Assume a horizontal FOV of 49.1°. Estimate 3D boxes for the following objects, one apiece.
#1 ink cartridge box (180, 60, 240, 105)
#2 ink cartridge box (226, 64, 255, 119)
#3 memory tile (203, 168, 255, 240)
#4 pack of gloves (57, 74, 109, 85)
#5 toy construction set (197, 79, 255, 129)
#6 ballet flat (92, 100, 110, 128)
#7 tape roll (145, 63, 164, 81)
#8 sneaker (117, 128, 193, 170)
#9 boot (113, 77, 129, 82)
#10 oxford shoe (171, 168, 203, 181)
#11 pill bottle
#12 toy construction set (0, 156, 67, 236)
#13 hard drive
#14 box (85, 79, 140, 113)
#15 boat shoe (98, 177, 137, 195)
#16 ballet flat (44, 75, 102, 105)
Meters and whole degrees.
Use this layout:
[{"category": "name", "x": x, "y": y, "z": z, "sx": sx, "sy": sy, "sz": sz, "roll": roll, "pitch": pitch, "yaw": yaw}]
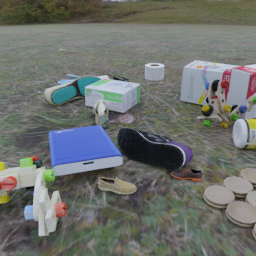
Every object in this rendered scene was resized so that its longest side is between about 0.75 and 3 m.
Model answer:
[{"category": "ink cartridge box", "x": 3.413, "y": -1.816, "z": 11.527, "sx": 2.078, "sy": 1.503, "sz": 1.510, "roll": 15, "pitch": 29, "yaw": 28}, {"category": "ink cartridge box", "x": 4.935, "y": -1.399, "z": 10.331, "sx": 2.394, "sy": 1.757, "sz": 0.992, "roll": -12, "pitch": 26, "yaw": -22}, {"category": "memory tile", "x": 3.062, "y": 1.503, "z": 6.019, "sx": 2.515, "sy": 0.211, "sz": 1.928, "roll": -16, "pitch": 29, "yaw": -28}, {"category": "pack of gloves", "x": -1.991, "y": -2.311, "z": 13.715, "sx": 2.797, "sy": 0.552, "sz": 2.350, "roll": -11, "pitch": 27, "yaw": -21}, {"category": "toy construction set", "x": 3.240, "y": -0.463, "z": 9.050, "sx": 2.037, "sy": 1.699, "sz": 1.565, "roll": 14, "pitch": 62, "yaw": 32}, {"category": "ballet flat", "x": -0.945, "y": -0.614, "z": 9.961, "sx": 0.601, "sy": 0.667, "sz": 1.771, "roll": -3, "pitch": 25, "yaw": -10}, {"category": "tape roll", "x": 1.419, "y": -3.008, "z": 14.981, "sx": 1.037, "sy": 0.712, "sz": 1.037, "roll": 1, "pitch": 26, "yaw": 0}, {"category": "sneaker", "x": 0.715, "y": 0.540, "z": 7.657, "sx": 2.158, "sy": 0.817, "sz": 0.945, "roll": 22, "pitch": 17, "yaw": 32}, {"category": "boot", "x": -0.113, "y": -2.227, "z": 13.698, "sx": 1.098, "sy": 0.396, "sz": 0.829, "roll": 31, "pitch": 26, "yaw": 27}, {"category": "oxford shoe", "x": 1.430, "y": 1.089, "z": 6.811, "sx": 0.755, "sy": 0.274, "sz": 0.269, "roll": 4, "pitch": 26, "yaw": 9}, {"category": "pill bottle", "x": 3.905, "y": 0.174, "z": 8.077, "sx": 1.511, "sy": 0.850, "sz": 0.850, "roll": 1, "pitch": 25, "yaw": 1}, {"category": "toy construction set", "x": -2.512, "y": 1.202, "z": 5.386, "sx": 2.797, "sy": 1.288, "sz": 1.834, "roll": 7, "pitch": 1, "yaw": -2}, {"category": "hard drive", "x": -1.263, "y": 0.500, "z": 7.590, "sx": 1.641, "sy": 0.316, "sz": 2.487, "roll": -7, "pitch": 19, "yaw": -15}, {"category": "box", "x": -0.607, "y": -1.321, "z": 11.289, "sx": 1.737, "sy": 0.840, "sz": 1.533, "roll": 13, "pitch": 26, "yaw": 23}, {"category": "boat shoe", "x": -0.250, "y": 1.277, "z": 6.334, "sx": 0.892, "sy": 0.340, "sz": 0.320, "roll": 3, "pitch": 25, "yaw": 7}, {"category": "ballet flat", "x": -2.319, "y": -1.661, "z": 12.020, "sx": 2.747, "sy": 0.954, "sz": 0.954, "roll": -22, "pitch": 33, "yaw": -38}]
